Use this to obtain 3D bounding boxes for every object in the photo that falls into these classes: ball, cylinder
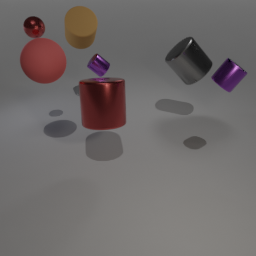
[{"bbox_3d":[-3.123,-3.352,9.334,0.700,0.700,0.700,0,29,0],"label":"ball"},{"bbox_3d":[2.834,-1.479,7.859,0.700,0.700,0.700,30,26,-16],"label":"cylinder"},{"bbox_3d":[-2.647,-2.099,8.792,1.400,1.400,1.400,0,29,0],"label":"ball"},{"bbox_3d":[-2.114,-4.445,12.514,1.400,1.400,1.400,-7,-4,-12],"label":"cylinder"},{"bbox_3d":[-1.218,-2.597,11.603,0.700,0.700,0.700,35,16,-26],"label":"cylinder"},{"bbox_3d":[2.477,-2.731,11.468,1.400,1.400,1.400,-40,22,19],"label":"cylinder"},{"bbox_3d":[-0.766,-0.784,8.638,1.400,1.400,1.400,-2,16,0],"label":"cylinder"}]
